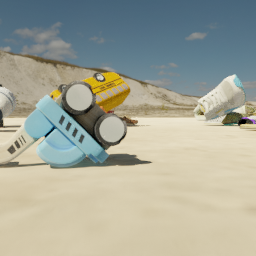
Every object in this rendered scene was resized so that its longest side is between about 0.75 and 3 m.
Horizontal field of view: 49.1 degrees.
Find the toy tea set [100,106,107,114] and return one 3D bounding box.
[{"bbox_3d":[-1.046,-0.121,7.508,0.992,0.617,1.668,-31,15,-14],"label":"toy tea set"}]

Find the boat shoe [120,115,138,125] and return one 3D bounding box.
[{"bbox_3d":[-0.040,-0.317,11.341,1.124,0.404,0.426,-2,3,-40],"label":"boat shoe"}]

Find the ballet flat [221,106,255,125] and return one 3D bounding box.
[{"bbox_3d":[4.624,-0.518,11.358,2.436,0.861,0.861,-2,3,-34],"label":"ballet flat"}]

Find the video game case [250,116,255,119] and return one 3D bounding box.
[{"bbox_3d":[4.957,-0.161,7.916,2.175,0.249,1.979,4,2,-3],"label":"video game case"}]

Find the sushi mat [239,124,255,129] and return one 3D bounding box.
[{"bbox_3d":[4.053,0.018,6.619,1.233,0.156,2.578,0,3,-26],"label":"sushi mat"}]

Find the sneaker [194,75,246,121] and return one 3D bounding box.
[{"bbox_3d":[3.275,-0.925,10.161,1.128,1.069,2.793,-18,-18,-10],"label":"sneaker"}]

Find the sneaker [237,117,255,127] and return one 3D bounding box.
[{"bbox_3d":[3.485,-0.169,8.431,0.491,0.343,0.987,4,2,-6],"label":"sneaker"}]

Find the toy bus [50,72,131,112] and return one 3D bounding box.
[{"bbox_3d":[-1.238,-0.948,9.070,2.948,1.154,0.959,-34,-11,-49],"label":"toy bus"}]

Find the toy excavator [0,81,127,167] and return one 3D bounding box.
[{"bbox_3d":[-0.692,0.060,2.179,1.027,1.056,0.528,45,-10,-12],"label":"toy excavator"}]

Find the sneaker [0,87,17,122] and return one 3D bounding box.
[{"bbox_3d":[-4.274,-0.416,6.765,2.946,1.076,1.043,-9,26,8],"label":"sneaker"}]

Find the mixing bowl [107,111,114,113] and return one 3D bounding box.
[{"bbox_3d":[-1.292,-0.570,14.348,1.189,0.644,1.189,0,2,0],"label":"mixing bowl"}]

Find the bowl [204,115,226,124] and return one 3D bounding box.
[{"bbox_3d":[4.582,-0.626,13.538,1.780,0.835,1.780,0,3,0],"label":"bowl"}]

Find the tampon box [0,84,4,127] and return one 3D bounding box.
[{"bbox_3d":[-5.156,-0.727,9.319,1.651,1.391,2.204,-2,3,-30],"label":"tampon box"}]
